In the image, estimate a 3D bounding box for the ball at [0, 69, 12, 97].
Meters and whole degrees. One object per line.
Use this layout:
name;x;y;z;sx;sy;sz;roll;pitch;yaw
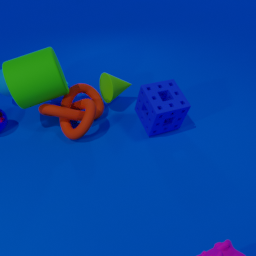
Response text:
ball;-3.499;-1.354;8.309;0.862;0.862;0.862;0;39;0

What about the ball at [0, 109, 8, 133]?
ball;-3.608;-0.200;7.455;0.750;0.750;0.750;0;39;0

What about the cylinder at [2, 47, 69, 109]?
cylinder;-2.343;-1.284;7.245;1.270;1.270;1.270;-20;42;-5

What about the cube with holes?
cube with holes;0.874;-0.538;7.410;0.970;0.970;0.970;-14;58;-20

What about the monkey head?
monkey head;1.496;2.315;4.466;1.308;0.941;0.788;-22;73;-47

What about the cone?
cone;-0.262;-1.235;8.268;0.883;0.880;0.880;-12;40;-28

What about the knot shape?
knot shape;-1.590;-0.489;7.689;1.680;0.829;1.795;0;40;7

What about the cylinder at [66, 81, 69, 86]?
cylinder;-2.363;-1.391;8.668;0.758;0.758;0.758;49;49;-5
